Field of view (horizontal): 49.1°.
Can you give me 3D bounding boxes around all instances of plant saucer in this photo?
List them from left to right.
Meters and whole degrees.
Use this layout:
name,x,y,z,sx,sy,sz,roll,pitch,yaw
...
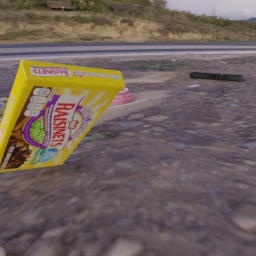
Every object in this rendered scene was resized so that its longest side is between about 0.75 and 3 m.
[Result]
name,x,y,z,sx,sy,sz,roll,pitch,yaw
plant saucer,-0.555,-1.188,9.898,1.523,0.386,1.523,1,20,0

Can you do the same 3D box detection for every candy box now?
name,x,y,z,sx,sy,sz,roll,pitch,yaw
candy box,-1.168,-0.015,4.109,1.267,2.479,0.327,-5,63,-36

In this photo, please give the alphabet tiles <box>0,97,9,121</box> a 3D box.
name,x,y,z,sx,sy,sz,roll,pitch,yaw
alphabet tiles,-3.883,-0.627,8.804,2.526,0.080,2.102,17,27,39

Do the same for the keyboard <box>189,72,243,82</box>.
name,x,y,z,sx,sy,sz,roll,pitch,yaw
keyboard,4.274,-2.502,13.662,2.456,0.315,1.475,8,15,23

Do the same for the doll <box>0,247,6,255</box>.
name,x,y,z,sx,sy,sz,roll,pitch,yaw
doll,-1.641,1.466,2.899,0.512,0.182,0.750,8,14,43
